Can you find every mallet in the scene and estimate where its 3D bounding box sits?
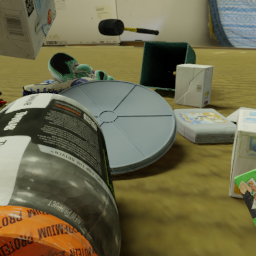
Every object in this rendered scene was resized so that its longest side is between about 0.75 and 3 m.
[{"bbox_3d":[0.257,-3.421,9.762,2.615,0.538,0.861,-9,21,-36],"label":"mallet"}]

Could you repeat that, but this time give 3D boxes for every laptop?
[{"bbox_3d":[3.872,-0.703,7.756,1.816,1.053,1.701,14,23,35],"label":"laptop"}]

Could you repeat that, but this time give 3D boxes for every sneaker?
[{"bbox_3d":[-2.278,-0.873,8.508,2.622,1.059,1.514,5,22,34],"label":"sneaker"},{"bbox_3d":[-1.447,-1.364,9.735,2.724,1.059,1.905,35,-19,0],"label":"sneaker"}]

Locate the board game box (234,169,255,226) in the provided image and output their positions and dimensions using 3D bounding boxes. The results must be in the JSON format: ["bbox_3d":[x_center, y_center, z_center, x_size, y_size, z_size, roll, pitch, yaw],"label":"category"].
[{"bbox_3d":[2.325,0.941,2.398,2.573,1.731,0.375,-9,-21,-23],"label":"board game box"}]

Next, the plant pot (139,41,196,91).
[{"bbox_3d":[1.883,-2.390,11.613,1.767,1.768,2.502,10,7,27],"label":"plant pot"}]

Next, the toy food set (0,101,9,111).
[{"bbox_3d":[-3.856,-0.632,8.582,0.814,0.388,0.366,0,10,1],"label":"toy food set"}]

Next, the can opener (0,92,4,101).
[{"bbox_3d":[-4.533,-0.863,8.843,0.783,0.632,1.992,2,20,7],"label":"can opener"}]

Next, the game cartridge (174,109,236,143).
[{"bbox_3d":[1.863,-0.116,7.158,1.289,0.402,1.935,2,19,-7],"label":"game cartridge"}]

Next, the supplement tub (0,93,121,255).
[{"bbox_3d":[-0.960,0.696,2.868,1.653,1.653,2.698,-3,19,-8],"label":"supplement tub"}]

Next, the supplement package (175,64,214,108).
[{"bbox_3d":[2.229,-1.455,9.492,1.020,1.309,0.726,14,24,35],"label":"supplement package"}]

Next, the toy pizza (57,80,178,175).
[{"bbox_3d":[-0.423,-0.088,5.929,2.904,0.460,2.904,1,42,-1],"label":"toy pizza"}]

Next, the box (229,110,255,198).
[{"bbox_3d":[2.756,0.488,4.250,2.175,1.103,1.224,7,21,20],"label":"box"}]

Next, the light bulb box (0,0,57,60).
[{"bbox_3d":[-2.990,-3.505,7.477,1.447,2.299,2.319,9,54,-1],"label":"light bulb box"}]
